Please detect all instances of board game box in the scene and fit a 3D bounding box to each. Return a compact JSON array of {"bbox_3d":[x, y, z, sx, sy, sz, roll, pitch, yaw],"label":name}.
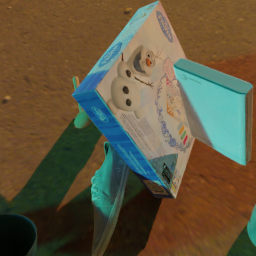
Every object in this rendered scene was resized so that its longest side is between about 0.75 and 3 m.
[{"bbox_3d":[0.579,-0.575,5.828,0.631,2.909,2.895,-5,42,39],"label":"board game box"}]

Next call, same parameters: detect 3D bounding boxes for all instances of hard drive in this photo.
[{"bbox_3d":[1.492,-0.214,4.812,0.260,1.945,1.283,-44,50,-14],"label":"hard drive"}]

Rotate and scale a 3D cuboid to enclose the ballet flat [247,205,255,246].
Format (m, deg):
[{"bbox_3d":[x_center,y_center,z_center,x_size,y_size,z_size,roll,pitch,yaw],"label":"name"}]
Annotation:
[{"bbox_3d":[2.863,1.449,5.248,0.923,0.872,2.739,36,27,30],"label":"ballet flat"}]

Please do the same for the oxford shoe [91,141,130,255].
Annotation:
[{"bbox_3d":[-0.424,1.251,5.423,0.683,0.889,2.365,17,59,-7],"label":"oxford shoe"}]

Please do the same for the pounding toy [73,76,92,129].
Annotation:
[{"bbox_3d":[-0.395,-1.097,6.707,1.402,1.398,2.445,44,47,-18],"label":"pounding toy"}]

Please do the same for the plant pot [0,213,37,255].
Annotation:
[{"bbox_3d":[-2.040,2.162,4.441,1.233,0.989,1.233,2,24,-1],"label":"plant pot"}]
